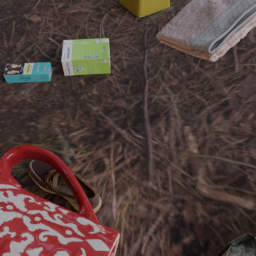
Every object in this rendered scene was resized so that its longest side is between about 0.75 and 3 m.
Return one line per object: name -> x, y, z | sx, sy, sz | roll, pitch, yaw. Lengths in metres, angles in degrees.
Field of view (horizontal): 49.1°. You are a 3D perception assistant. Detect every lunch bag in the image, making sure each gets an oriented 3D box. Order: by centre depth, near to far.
lunch bag -> 1.818, 2.293, 4.755 | 0.556, 0.776, 0.946 | 23, 55, 17

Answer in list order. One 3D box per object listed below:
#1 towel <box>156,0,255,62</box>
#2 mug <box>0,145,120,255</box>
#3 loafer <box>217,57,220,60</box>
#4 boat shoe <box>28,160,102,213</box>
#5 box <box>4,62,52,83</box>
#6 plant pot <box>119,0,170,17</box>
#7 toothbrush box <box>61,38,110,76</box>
towel -> 0.773, -0.991, 2.324 | 0.945, 0.152, 0.902 | -41, 33, 2
mug -> -1.657, 1.624, 4.442 | 2.938, 1.960, 2.608 | 18, 81, 9
loafer -> 2.577, -2.593, 8.913 | 0.389, 0.380, 1.066 | -25, 55, -19
boat shoe -> -1.363, 1.066, 5.796 | 1.891, 0.680, 0.682 | 31, 58, 22
box -> -2.900, -1.623, 8.184 | 1.266, 0.311, 0.521 | -3, 51, -2
plant pot -> 0.632, -5.295, 10.352 | 1.481, 1.515, 1.471 | -26, 56, -20
toothbrush box -> -1.237, -2.146, 8.416 | 1.384, 0.596, 1.007 | -3, 52, -4
